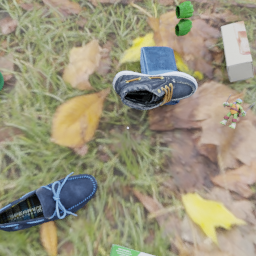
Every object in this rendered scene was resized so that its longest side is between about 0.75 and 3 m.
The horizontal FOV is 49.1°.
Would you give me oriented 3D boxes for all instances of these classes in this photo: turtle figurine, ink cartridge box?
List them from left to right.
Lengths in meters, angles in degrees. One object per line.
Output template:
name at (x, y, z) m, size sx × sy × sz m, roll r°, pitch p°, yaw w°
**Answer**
ink cartridge box at (0.069, 3.696, 6.179) m, size 1.331 × 0.754 × 1.816 m, roll 13°, pitch 65°, yaw 11°
turtle figurine at (2.979, -0.462, 7.971) m, size 0.641 × 0.891 × 0.864 m, roll 22°, pitch 97°, yaw -1°

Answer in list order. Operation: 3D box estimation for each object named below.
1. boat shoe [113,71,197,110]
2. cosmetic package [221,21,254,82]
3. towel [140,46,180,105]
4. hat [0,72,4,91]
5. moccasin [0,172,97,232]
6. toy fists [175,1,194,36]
boat shoe at (0.873, -0.940, 7.599) m, size 2.490 × 0.881 × 1.130 m, roll 0°, pitch 33°, yaw -15°
cosmetic package at (3.516, -2.469, 9.040) m, size 0.747 × 0.885 × 1.712 m, roll -9°, pitch 61°, yaw 22°
towel at (1.027, -1.740, 9.079) m, size 1.186 × 0.516 × 2.125 m, roll -2°, pitch 64°, yaw -3°
hat at (-4.366, -1.597, 9.047) m, size 0.830 × 0.882 × 1.002 m, roll 4°, pitch 99°, yaw -13°
moccasin at (-1.996, 1.949, 6.950) m, size 2.651 × 0.904 × 1.066 m, roll -27°, pitch 78°, yaw -8°
toy fists at (1.929, -3.740, 9.623) m, size 0.589 × 1.156 × 0.398 m, roll -19°, pitch 42°, yaw -15°
